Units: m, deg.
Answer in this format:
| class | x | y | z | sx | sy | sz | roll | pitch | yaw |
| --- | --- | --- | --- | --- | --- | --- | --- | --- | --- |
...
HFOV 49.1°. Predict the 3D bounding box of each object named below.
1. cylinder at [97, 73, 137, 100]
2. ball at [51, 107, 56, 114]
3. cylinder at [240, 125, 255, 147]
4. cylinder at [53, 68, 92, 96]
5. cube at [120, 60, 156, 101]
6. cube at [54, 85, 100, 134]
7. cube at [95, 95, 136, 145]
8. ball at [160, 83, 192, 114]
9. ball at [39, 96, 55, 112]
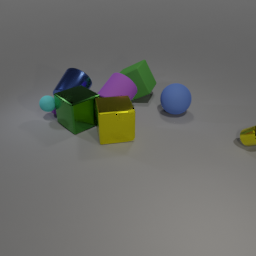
| class | x | y | z | sx | sy | sz | roll | pitch | yaw |
| --- | --- | --- | --- | --- | --- | --- | --- | --- | --- |
| cylinder | -0.515 | -1.530 | 12.686 | 1.400 | 1.400 | 1.400 | 23 | 69 | 33 |
| ball | -3.228 | -0.974 | 12.805 | 0.700 | 0.700 | 0.700 | 0 | 31 | 0 |
| cylinder | 4.642 | 0.288 | 10.330 | 0.700 | 0.700 | 0.700 | -15 | -6 | -24 |
| cylinder | -2.615 | -1.872 | 13.271 | 1.400 | 1.400 | 1.400 | 14 | 63 | 21 |
| cube | 0.391 | -2.360 | 14.039 | 1.400 | 1.400 | 1.400 | -18 | 22 | 29 |
| cube | -2.122 | -0.816 | 11.904 | 1.400 | 1.400 | 1.400 | -26 | 41 | -35 |
| cube | -0.527 | -0.346 | 11.187 | 1.400 | 1.400 | 1.400 | -6 | 32 | -9 |
| ball | 2.166 | -1.318 | 12.701 | 1.400 | 1.400 | 1.400 | 0 | 31 | 0 |
| ball | -3.442 | -1.040 | 12.009 | 0.700 | 0.700 | 0.700 | 0 | 31 | 0 |
